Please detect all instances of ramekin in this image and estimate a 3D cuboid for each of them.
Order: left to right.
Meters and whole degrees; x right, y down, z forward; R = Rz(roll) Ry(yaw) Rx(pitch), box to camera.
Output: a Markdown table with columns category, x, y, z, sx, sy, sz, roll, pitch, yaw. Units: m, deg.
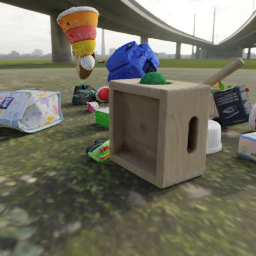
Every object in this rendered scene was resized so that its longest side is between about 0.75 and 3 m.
| category | x | y | z | sx | sy | sz | roll | pitch | yaw |
| --- | --- | --- | --- | --- | --- | --- | --- | --- | --- |
| ramekin | 2.163 | 0.206 | 8.851 | 1.578 | 0.769 | 1.578 | 0 | 15 | 0 |

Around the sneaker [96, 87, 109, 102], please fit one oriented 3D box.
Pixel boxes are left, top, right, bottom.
| category | x | y | z | sx | sy | sz | roll | pitch | yaw |
| --- | --- | --- | --- | --- | --- | --- | --- | --- | --- |
| sneaker | -0.597 | -1.991 | 16.516 | 1.417 | 0.897 | 2.519 | 10 | 16 | 43 |

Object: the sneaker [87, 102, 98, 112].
| category | x | y | z | sx | sy | sz | roll | pitch | yaw |
| --- | --- | --- | --- | --- | --- | --- | --- | --- | --- |
| sneaker | -1.734 | -1.090 | 14.031 | 0.530 | 0.488 | 1.201 | -6 | 17 | -14 |

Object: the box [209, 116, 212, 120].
| category | x | y | z | sx | sy | sz | roll | pitch | yaw |
| --- | --- | --- | --- | --- | --- | --- | --- | --- | --- |
| box | 2.137 | -0.452 | 11.752 | 1.613 | 0.470 | 2.356 | -6 | 17 | -21 |

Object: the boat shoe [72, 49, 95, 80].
| category | x | y | z | sx | sy | sz | roll | pitch | yaw |
| --- | --- | --- | --- | --- | --- | --- | --- | --- | --- |
| boat shoe | -2.366 | -3.963 | 14.381 | 0.941 | 2.897 | 1.045 | 24 | 32 | 35 |

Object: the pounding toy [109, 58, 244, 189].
| category | x | y | z | sx | sy | sz | roll | pitch | yaw |
| --- | --- | --- | --- | --- | --- | --- | --- | --- | --- |
| pounding toy | 1.031 | -0.330 | 6.950 | 1.993 | 2.803 | 2.581 | -10 | 19 | -35 |

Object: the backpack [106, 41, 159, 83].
| category | x | y | z | sx | sy | sz | roll | pitch | yaw |
| --- | --- | --- | --- | --- | --- | --- | --- | --- | --- |
| backpack | 0.238 | -2.335 | 10.266 | 1.577 | 1.628 | 1.940 | -11 | 33 | 35 |

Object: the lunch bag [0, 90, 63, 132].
| category | x | y | z | sx | sy | sz | roll | pitch | yaw |
| --- | --- | --- | --- | --- | --- | --- | --- | --- | --- |
| lunch bag | -4.046 | -0.701 | 10.784 | 2.038 | 1.528 | 2.404 | 8 | 22 | 28 |

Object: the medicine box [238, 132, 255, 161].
| category | x | y | z | sx | sy | sz | roll | pitch | yaw |
| --- | --- | --- | --- | --- | --- | --- | --- | --- | --- |
| medicine box | 3.958 | 0.545 | 7.910 | 1.197 | 0.616 | 1.091 | -8 | 17 | -27 |

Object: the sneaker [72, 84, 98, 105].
| category | x | y | z | sx | sy | sz | roll | pitch | yaw |
| --- | --- | --- | --- | --- | --- | --- | --- | --- | --- |
| sneaker | -2.222 | -2.045 | 16.429 | 1.023 | 1.075 | 2.712 | 6 | 15 | 27 |

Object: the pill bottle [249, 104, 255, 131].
| category | x | y | z | sx | sy | sz | roll | pitch | yaw |
| --- | --- | --- | --- | --- | --- | --- | --- | --- | --- |
| pill bottle | 5.453 | -0.272 | 10.003 | 1.899 | 1.066 | 1.066 | 13 | 20 | 40 |

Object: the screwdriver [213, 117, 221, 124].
| category | x | y | z | sx | sy | sz | roll | pitch | yaw |
| --- | --- | --- | --- | --- | --- | --- | --- | --- | --- |
| screwdriver | 4.733 | -0.375 | 11.839 | 2.379 | 0.332 | 0.346 | -2 | -16 | -13 |

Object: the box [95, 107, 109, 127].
| category | x | y | z | sx | sy | sz | roll | pitch | yaw |
| --- | --- | --- | --- | --- | --- | --- | --- | --- | --- |
| box | -0.556 | -0.452 | 11.535 | 1.124 | 0.616 | 1.273 | -13 | 19 | -34 |

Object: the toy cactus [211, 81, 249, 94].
| category | x | y | z | sx | sy | sz | roll | pitch | yaw |
| --- | --- | --- | --- | --- | --- | --- | --- | --- | --- |
| toy cactus | 4.583 | -1.547 | 13.580 | 1.719 | 1.065 | 2.084 | -48 | 40 | -16 |

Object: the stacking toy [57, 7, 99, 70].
| category | x | y | z | sx | sy | sz | roll | pitch | yaw |
| --- | --- | --- | --- | --- | --- | --- | --- | --- | --- |
| stacking toy | -1.934 | -3.778 | 12.180 | 1.815 | 2.484 | 1.815 | -13 | 3 | 1 |

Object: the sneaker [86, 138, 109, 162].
| category | x | y | z | sx | sy | sz | roll | pitch | yaw |
| --- | --- | --- | --- | --- | --- | --- | --- | --- | --- |
| sneaker | -0.603 | 0.464 | 8.215 | 0.683 | 0.626 | 1.630 | 13 | 18 | 30 |

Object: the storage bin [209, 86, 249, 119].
| category | x | y | z | sx | sy | sz | roll | pitch | yaw |
| --- | --- | --- | --- | --- | --- | --- | --- | --- | --- |
| storage bin | 4.230 | -1.272 | 13.476 | 2.414 | 1.140 | 2.432 | 13 | 19 | 40 |

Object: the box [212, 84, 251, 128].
| category | x | y | z | sx | sy | sz | roll | pitch | yaw |
| --- | --- | --- | --- | --- | --- | --- | --- | --- | --- |
| box | 4.089 | -0.848 | 10.888 | 1.055 | 1.426 | 0.744 | -14 | 6 | 44 |
